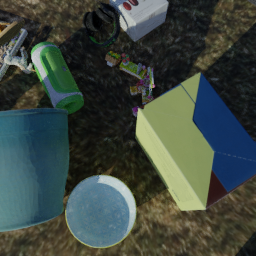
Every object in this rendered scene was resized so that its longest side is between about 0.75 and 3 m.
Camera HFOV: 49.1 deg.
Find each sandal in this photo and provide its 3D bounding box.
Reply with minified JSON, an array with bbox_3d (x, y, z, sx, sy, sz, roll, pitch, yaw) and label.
[{"bbox_3d":[-3.065,-2.033,6.225,0.642,1.950,0.715,52,42,-13],"label":"sandal"}]

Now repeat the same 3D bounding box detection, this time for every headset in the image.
[{"bbox_3d":[-0.898,-3.813,9.683,1.290,0.981,2.088,-19,86,31],"label":"headset"}]

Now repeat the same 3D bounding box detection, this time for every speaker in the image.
[{"bbox_3d":[-2.273,-1.604,8.968,1.022,1.022,2.311,-26,75,-8],"label":"speaker"}]

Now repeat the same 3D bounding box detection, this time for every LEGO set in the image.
[{"bbox_3d":[0.229,-1.719,9.015,1.193,0.966,2.594,-24,74,-7],"label":"LEGO set"}]

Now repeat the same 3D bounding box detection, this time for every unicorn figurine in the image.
[{"bbox_3d":[-3.677,-2.309,9.441,1.294,0.478,0.889,3,81,-12],"label":"unicorn figurine"}]

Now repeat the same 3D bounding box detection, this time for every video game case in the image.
[{"bbox_3d":[-4.900,-2.780,9.727,2.019,0.259,2.221,20,73,6],"label":"video game case"}]

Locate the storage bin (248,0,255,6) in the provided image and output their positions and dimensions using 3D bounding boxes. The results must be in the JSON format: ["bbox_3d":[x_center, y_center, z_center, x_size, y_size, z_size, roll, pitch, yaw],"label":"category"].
[{"bbox_3d":[5.320,-5.056,10.048,2.123,0.995,1.435,41,77,12],"label":"storage bin"}]

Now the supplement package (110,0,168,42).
[{"bbox_3d":[0.345,-4.142,9.702,1.409,1.084,1.473,-37,78,-10],"label":"supplement package"}]

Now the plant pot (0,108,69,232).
[{"bbox_3d":[-2.821,1.066,7.348,2.890,2.890,2.716,-10,88,-3],"label":"plant pot"}]

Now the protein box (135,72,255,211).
[{"bbox_3d":[1.652,0.548,7.408,1.805,2.675,2.655,-30,75,-9],"label":"protein box"}]

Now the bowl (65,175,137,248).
[{"bbox_3d":[-0.708,2.291,7.753,1.859,1.000,1.859,0,72,0],"label":"bowl"}]
